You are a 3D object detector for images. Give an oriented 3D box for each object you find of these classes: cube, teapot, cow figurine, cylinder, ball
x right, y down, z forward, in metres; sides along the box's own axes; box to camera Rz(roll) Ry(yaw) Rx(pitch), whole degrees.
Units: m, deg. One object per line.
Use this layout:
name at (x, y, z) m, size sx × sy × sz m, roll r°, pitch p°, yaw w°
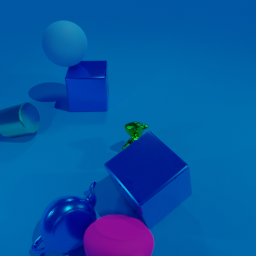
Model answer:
cube at (-1.302, -1.398, 9.271) m, size 1.251 × 1.251 × 1.251 m, roll -1°, pitch 38°, yaw -1°
teapot at (-1.159, 1.760, 5.480) m, size 1.756 × 1.092 × 0.860 m, roll -43°, pitch 30°, yaw -17°
cow figurine at (0.229, 0.429, 7.145) m, size 0.637 × 1.161 × 1.143 m, roll -11°, pitch 21°, yaw 20°
teapot at (-0.144, 2.172, 4.889) m, size 1.231 × 0.969 × 1.980 m, roll 1°, pitch 8°, yaw -31°
cylinder at (-3.097, -0.223, 7.907) m, size 0.865 × 0.865 × 0.865 m, roll -11°, pitch 35°, yaw 19°
ball at (-1.947, -2.593, 8.670) m, size 1.372 × 1.372 × 1.372 m, roll 0°, pitch 38°, yaw 0°
cube at (0.451, 1.080, 5.857) m, size 1.228 × 1.228 × 1.228 m, roll -36°, pitch 51°, yaw -13°
